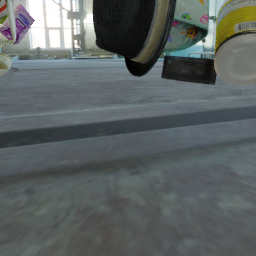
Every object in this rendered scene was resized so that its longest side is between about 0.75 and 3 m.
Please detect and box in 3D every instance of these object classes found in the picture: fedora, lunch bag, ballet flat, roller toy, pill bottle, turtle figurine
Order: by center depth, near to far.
[{"bbox_3d":[-2.304,-1.337,4.518,0.854,2.539,0.864,12,41,-22],"label":"ballet flat"},{"bbox_3d":[-0.044,-1.904,4.652,0.976,2.138,2.138,0,16,-19],"label":"fedora"},{"bbox_3d":[2.593,-2.160,6.156,1.281,1.281,2.302,5,56,15],"label":"pill bottle"},{"bbox_3d":[0.705,-2.813,6.421,2.311,1.969,1.409,-3,-22,21],"label":"lunch bag"},{"bbox_3d":[2.241,-2.996,8.220,0.528,0.784,1.048,25,33,-15],"label":"turtle figurine"},{"bbox_3d":[-4.048,-3.878,8.310,1.220,1.338,0.935,14,7,-28],"label":"roller toy"}]

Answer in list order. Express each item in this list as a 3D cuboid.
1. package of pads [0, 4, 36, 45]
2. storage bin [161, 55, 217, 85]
[{"bbox_3d":[-2.985,-2.799,7.576,0.361,0.575,0.955,3,58,42],"label":"package of pads"},{"bbox_3d":[1.524,-1.422,6.916,1.219,0.571,0.824,12,11,29],"label":"storage bin"}]
